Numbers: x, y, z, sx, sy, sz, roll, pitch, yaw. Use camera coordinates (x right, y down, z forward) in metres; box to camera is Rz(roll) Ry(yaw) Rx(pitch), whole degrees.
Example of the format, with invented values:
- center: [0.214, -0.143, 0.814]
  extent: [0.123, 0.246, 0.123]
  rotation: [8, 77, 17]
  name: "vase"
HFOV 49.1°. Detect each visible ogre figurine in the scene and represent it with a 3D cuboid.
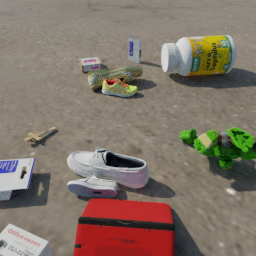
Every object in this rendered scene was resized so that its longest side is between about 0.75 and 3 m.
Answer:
- center: [2.657, 0.479, 7.525]
  extent: [2.200, 1.319, 1.080]
  rotation: [-16, 62, 22]
  name: "ogre figurine"

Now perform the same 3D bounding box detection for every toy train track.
- center: [-2.793, 0.243, 9.022]
  extent: [0.628, 0.178, 1.095]
  rotation: [23, 36, 37]
  name: "toy train track"

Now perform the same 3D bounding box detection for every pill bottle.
- center: [3.018, -3.146, 12.272]
  extent: [2.918, 1.645, 1.645]
  rotation: [-4, 37, -7]
  name: "pill bottle"

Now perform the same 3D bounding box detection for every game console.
- center: [-0.040, 2.394, 6.121]
  extent: [2.011, 1.193, 1.733]
  rotation: [3, 68, 4]
  name: "game console"

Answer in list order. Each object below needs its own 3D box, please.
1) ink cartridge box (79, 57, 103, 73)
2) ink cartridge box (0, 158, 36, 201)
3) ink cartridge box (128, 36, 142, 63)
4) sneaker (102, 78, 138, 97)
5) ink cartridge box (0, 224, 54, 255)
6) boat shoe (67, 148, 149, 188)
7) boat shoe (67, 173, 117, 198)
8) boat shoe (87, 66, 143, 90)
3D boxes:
- center: [-1.744, -2.970, 13.101]
  extent: [0.994, 0.373, 0.819]
  rotation: [-10, 37, -14]
  name: "ink cartridge box"
- center: [-3.682, 1.363, 7.294]
  extent: [2.411, 0.447, 1.142]
  rotation: [-5, 37, -3]
  name: "ink cartridge box"
- center: [0.341, -3.803, 13.467]
  extent: [0.627, 1.261, 0.247]
  rotation: [24, 43, 26]
  name: "ink cartridge box"
- center: [-0.326, -1.641, 11.099]
  extent: [1.453, 0.656, 0.568]
  rotation: [4, 36, 2]
  name: "sneaker"
- center: [-2.287, 2.718, 5.336]
  extent: [1.043, 0.605, 1.446]
  rotation: [15, 39, 19]
  name: "ink cartridge box"
- center: [-0.580, 0.944, 7.526]
  extent: [2.352, 0.806, 0.847]
  rotation: [16, 40, 21]
  name: "boat shoe"
- center: [-0.888, 1.416, 7.189]
  extent: [1.270, 0.469, 0.541]
  rotation: [4, 37, 2]
  name: "boat shoe"
- center: [-0.476, -2.085, 11.722]
  extent: [2.395, 0.753, 0.874]
  rotation: [-9, -2, -20]
  name: "boat shoe"
